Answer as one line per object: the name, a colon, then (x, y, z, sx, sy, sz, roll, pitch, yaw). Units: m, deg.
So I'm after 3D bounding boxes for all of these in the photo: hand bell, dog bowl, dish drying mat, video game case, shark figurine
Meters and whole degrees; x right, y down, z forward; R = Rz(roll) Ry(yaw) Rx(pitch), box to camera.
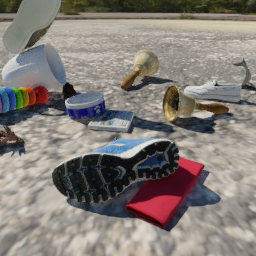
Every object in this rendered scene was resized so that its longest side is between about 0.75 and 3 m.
hand bell: (0.348, -2.346, 12.241, 1.295, 1.295, 2.488, 12, 40, 23)
dog bowl: (-1.343, -0.729, 8.954, 1.235, 0.487, 1.235, -8, 24, 3)
hand bell: (2.282, -0.679, 8.824, 2.134, 1.111, 1.111, 4, 23, -19)
dish drying mat: (0.815, 1.145, 5.574, 0.798, 0.189, 2.078, 15, 28, 28)
video game case: (-0.474, -0.253, 8.545, 1.159, 0.151, 1.274, 4, 26, 10)
shark figurine: (4.673, -2.023, 11.485, 0.760, 1.821, 1.088, -41, 68, -1)

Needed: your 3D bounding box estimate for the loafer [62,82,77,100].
loafer: (-2.246, -1.410, 10.595, 0.486, 0.475, 1.332, -12, 28, -24)

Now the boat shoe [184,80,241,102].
boat shoe: (3.176, -1.488, 10.506, 2.067, 0.690, 0.760, 8, 26, 16)

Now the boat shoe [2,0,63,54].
boat shoe: (-3.149, -3.637, 9.485, 2.948, 1.054, 0.881, -32, 13, 32)

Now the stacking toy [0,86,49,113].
stacking toy: (-3.719, -1.047, 9.425, 2.229, 0.951, 0.951, -17, 30, -39)

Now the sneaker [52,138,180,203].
sneaker: (-0.264, 0.774, 5.710, 2.507, 0.985, 1.117, -11, 8, -15)

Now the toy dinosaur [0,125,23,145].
toy dinosaur: (-3.512, 0.247, 7.009, 1.002, 0.635, 1.479, 27, 41, 33)

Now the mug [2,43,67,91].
mug: (-3.619, -2.025, 10.276, 1.971, 1.660, 2.248, -17, 10, 9)
